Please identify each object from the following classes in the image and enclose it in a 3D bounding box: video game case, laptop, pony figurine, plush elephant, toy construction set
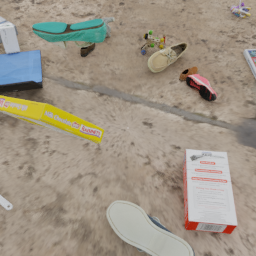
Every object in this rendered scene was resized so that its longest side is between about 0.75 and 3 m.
[{"bbox_3d":[6.234,-2.485,11.400,2.446,0.281,2.228,-2,50,0],"label":"video game case"},{"bbox_3d":[-4.689,-2.124,10.124,2.795,2.985,1.730,-9,95,-7],"label":"laptop"},{"bbox_3d":[5.639,-6.007,14.098,1.009,0.840,0.974,18,60,-5],"label":"pony figurine"},{"bbox_3d":[-1.100,-4.483,12.735,0.956,0.899,1.161,-19,0,34],"label":"plush elephant"},{"bbox_3d":[1.218,-3.741,11.926,1.155,1.064,1.385,25,54,19],"label":"toy construction set"}]

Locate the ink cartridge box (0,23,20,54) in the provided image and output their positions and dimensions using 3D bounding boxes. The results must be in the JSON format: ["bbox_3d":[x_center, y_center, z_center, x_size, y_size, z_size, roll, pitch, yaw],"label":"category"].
[{"bbox_3d":[-4.972,-3.761,11.705,0.579,1.005,1.378,-16,32,-19],"label":"ink cartridge box"}]

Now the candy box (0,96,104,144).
[{"bbox_3d":[-2.030,-0.267,6.310,2.977,1.522,0.393,12,82,43],"label":"candy box"}]

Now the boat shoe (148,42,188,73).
[{"bbox_3d":[1.635,-2.930,11.339,2.089,0.678,0.754,-35,97,-30],"label":"boat shoe"}]

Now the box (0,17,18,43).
[{"bbox_3d":[-6.658,-4.613,13.022,2.456,0.506,1.915,34,58,26],"label":"box"}]

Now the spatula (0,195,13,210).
[{"bbox_3d":[-4.561,2.019,7.696,2.580,0.207,1.794,29,51,25],"label":"spatula"}]

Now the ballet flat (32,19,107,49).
[{"bbox_3d":[-1.942,-3.071,9.371,2.513,0.885,0.846,-1,43,7],"label":"ballet flat"}]

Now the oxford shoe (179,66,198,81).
[{"bbox_3d":[2.451,-2.232,11.135,1.022,0.364,0.365,-36,57,-28],"label":"oxford shoe"}]

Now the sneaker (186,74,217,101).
[{"bbox_3d":[2.869,-1.603,10.486,0.643,0.546,1.482,-26,55,-22],"label":"sneaker"}]

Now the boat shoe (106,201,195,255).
[{"bbox_3d":[0.520,2.585,6.827,2.426,0.750,0.908,19,66,30],"label":"boat shoe"}]

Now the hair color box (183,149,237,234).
[{"bbox_3d":[2.162,1.672,7.673,1.203,0.693,2.169,4,52,4],"label":"hair color box"}]

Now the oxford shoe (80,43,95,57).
[{"bbox_3d":[-1.729,-3.559,12.182,0.385,0.447,1.060,15,50,14],"label":"oxford shoe"}]
